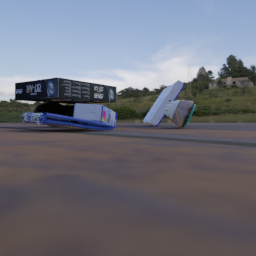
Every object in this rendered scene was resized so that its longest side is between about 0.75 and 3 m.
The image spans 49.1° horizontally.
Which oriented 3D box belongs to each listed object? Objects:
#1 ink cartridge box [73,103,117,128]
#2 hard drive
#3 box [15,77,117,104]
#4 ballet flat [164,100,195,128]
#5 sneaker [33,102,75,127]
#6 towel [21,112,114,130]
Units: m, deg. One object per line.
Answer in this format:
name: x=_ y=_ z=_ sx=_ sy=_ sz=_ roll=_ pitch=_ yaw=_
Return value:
ink cartridge box: x=-0.785 y=-0.283 z=7.257 sx=0.791 sy=0.442 sz=1.159 roll=5 pitch=-6 yaw=19
hard drive: x=1.337 y=-0.907 z=11.224 sx=0.349 sy=1.814 sz=2.750 roll=33 pitch=0 yaw=-3
box: x=-2.005 y=-1.175 z=9.377 sx=2.132 sy=0.579 sz=2.661 roll=2 pitch=2 yaw=36
ballet flat: x=1.397 y=-0.397 z=7.863 sx=0.748 sy=0.757 sz=2.225 roll=25 pitch=-3 yaw=11
sneaker: x=-2.244 y=-0.434 z=10.329 sx=2.799 sy=0.841 sz=1.460 roll=-4 pitch=-4 yaw=-37
towel: x=-1.327 y=-0.108 z=5.813 sx=1.419 sy=0.230 sz=1.932 roll=9 pitch=-2 yaw=-31
